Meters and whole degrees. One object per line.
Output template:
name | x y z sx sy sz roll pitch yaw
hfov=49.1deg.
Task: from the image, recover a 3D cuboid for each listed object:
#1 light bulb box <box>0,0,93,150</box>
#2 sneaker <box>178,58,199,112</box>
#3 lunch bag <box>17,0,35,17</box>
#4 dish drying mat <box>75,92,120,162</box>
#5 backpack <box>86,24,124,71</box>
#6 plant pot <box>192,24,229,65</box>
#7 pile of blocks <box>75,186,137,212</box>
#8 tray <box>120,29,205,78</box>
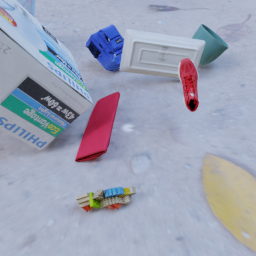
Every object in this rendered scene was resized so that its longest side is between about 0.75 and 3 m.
light bulb box | -2.640 -1.493 6.536 1.788 2.840 2.865 -40 43 11
sneaker | 1.485 -0.974 6.534 0.491 1.254 0.725 -14 20 9
lunch bag | -4.742 -3.748 10.059 2.465 1.848 2.907 -9 74 24
dish drying mat | -0.699 -0.090 7.140 0.879 0.208 2.290 -19 36 23
backpack | -0.609 -2.722 9.650 1.105 1.141 1.359 -37 95 -29
plant pot | 2.702 -2.838 9.817 1.251 1.004 1.251 28 33 -20
pile of blocks | -0.394 1.383 5.338 1.176 0.483 0.365 -10 62 -6
tray | 1.085 -2.217 8.801 2.545 1.366 0.282 5 34 -9
